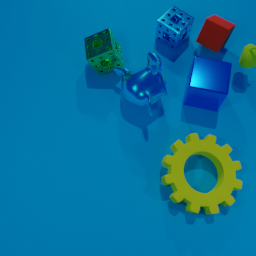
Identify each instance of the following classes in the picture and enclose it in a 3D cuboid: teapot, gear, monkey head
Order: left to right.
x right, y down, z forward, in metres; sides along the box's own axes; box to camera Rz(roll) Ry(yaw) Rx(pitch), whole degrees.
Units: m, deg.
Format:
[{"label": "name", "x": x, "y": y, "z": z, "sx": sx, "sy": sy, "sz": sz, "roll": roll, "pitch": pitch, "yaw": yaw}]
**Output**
[{"label": "monkey head", "x": 0.371, "y": -1.210, "z": 7.182, "sx": 1.116, "sy": 1.332, "sz": 1.852, "roll": -29, "pitch": 59, "yaw": -15}, {"label": "gear", "x": 1.743, "y": 1.070, "z": 6.660, "sx": 1.866, "sy": 0.345, "sz": 1.866, "roll": 2, "pitch": 73, "yaw": -6}, {"label": "teapot", "x": 3.325, "y": -1.899, "z": 7.581, "sx": 0.513, "sy": 1.048, "sz": 0.651, "roll": 16, "pitch": 76, "yaw": 10}]

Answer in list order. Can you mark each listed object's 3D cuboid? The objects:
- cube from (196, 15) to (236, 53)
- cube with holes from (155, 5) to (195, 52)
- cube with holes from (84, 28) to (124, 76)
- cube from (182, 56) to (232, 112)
[{"label": "cube", "x": 2.546, "y": -2.750, "z": 8.135, "sx": 0.722, "sy": 0.722, "sz": 0.722, "roll": 34, "pitch": 41, "yaw": 15}, {"label": "cube with holes", "x": 1.376, "y": -2.952, "z": 8.350, "sx": 0.771, "sy": 0.771, "sz": 0.771, "roll": 38, "pitch": 72, "yaw": 15}, {"label": "cube with holes", "x": -0.662, "y": -2.115, "z": 7.831, "sx": 0.786, "sy": 0.786, "sz": 0.786, "roll": -17, "pitch": 63, "yaw": 16}, {"label": "cube", "x": 2.077, "y": -1.154, "z": 7.442, "sx": 0.977, "sy": 0.977, "sz": 0.977, "roll": 13, "pitch": 68, "yaw": 6}]
